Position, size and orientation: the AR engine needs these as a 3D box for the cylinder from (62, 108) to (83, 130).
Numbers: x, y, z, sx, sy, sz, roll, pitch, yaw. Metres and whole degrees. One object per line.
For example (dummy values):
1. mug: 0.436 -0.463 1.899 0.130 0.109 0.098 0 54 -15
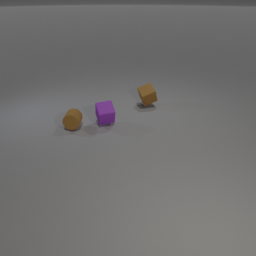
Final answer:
1. cylinder: -2.303 -0.370 11.672 0.700 0.700 0.700 1 27 2

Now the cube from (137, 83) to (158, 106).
1. cube: 0.940 -1.624 13.528 0.700 0.700 0.700 -23 52 -1

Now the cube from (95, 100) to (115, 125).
1. cube: -0.962 -0.642 11.817 0.700 0.700 0.700 -11 55 -14
